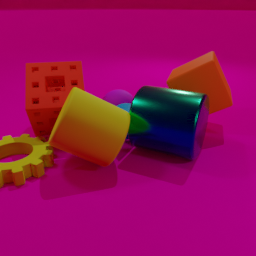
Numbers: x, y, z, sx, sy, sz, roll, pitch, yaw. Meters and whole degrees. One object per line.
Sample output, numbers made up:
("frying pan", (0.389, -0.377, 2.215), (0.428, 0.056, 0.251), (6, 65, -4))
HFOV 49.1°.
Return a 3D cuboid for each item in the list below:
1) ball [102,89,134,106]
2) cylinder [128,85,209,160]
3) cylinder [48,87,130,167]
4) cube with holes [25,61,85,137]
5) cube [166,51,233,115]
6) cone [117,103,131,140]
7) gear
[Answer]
("ball", (-0.240, -0.514, 7.088), (0.916, 0.916, 0.916), (0, 25, 0))
("cylinder", (0.866, -0.132, 5.829), (1.351, 1.351, 1.351), (12, 27, 23))
("cylinder", (-0.733, -0.007, 5.316), (1.167, 1.167, 1.167), (25, 20, -16))
("cube with holes", (-1.640, -0.664, 6.547), (1.224, 1.224, 1.224), (-5, 63, -10))
("cube", (1.784, -1.028, 6.933), (1.165, 1.165, 1.165), (-22, 17, 25))
("cone", (-0.024, -0.143, 6.127), (0.851, 0.851, 0.854), (-1, 1, -3))
("gear", (-2.277, 0.593, 5.538), (1.563, 0.289, 1.563), (0, 25, 0))
